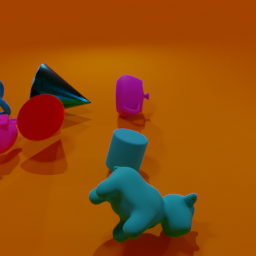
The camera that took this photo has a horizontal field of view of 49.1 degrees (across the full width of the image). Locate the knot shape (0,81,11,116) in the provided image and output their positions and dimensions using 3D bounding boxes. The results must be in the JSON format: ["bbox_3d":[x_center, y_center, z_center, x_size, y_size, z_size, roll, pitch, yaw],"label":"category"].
[{"bbox_3d":[-4.024,-0.853,8.107,1.345,1.258,0.621,14,21,-36],"label":"knot shape"}]

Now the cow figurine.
[{"bbox_3d":[0.342,1.232,4.735,1.566,0.874,1.591,-29,79,-36],"label":"cow figurine"}]

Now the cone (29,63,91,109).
[{"bbox_3d":[-1.908,-0.960,8.504,1.624,1.618,1.618,14,31,-4],"label":"cone"}]

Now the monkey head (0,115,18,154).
[{"bbox_3d":[-3.189,0.120,6.646,1.020,0.854,1.417,18,57,8],"label":"monkey head"}]

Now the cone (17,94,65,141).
[{"bbox_3d":[-1.953,-0.056,7.096,1.189,1.194,1.189,-3,69,9],"label":"cone"}]

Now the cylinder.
[{"bbox_3d":[-0.033,0.530,6.245,0.796,0.796,0.796,14,19,-5],"label":"cylinder"}]

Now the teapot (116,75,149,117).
[{"bbox_3d":[0.141,-1.008,8.585,1.012,1.285,2.067,0,36,1],"label":"teapot"}]
